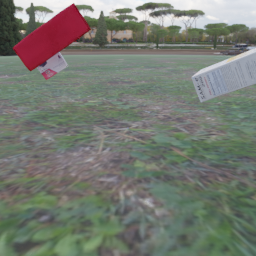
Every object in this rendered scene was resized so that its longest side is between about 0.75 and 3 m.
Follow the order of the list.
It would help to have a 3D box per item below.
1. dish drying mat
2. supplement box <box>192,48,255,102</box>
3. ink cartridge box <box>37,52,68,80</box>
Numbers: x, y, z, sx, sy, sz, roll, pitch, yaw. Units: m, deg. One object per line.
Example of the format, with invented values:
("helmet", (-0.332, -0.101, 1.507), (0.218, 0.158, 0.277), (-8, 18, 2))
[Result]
("dish drying mat", (-2.512, -2.932, 9.181), (2.556, 0.982, 0.233), (-30, 11, 13))
("supplement box", (2.590, -1.323, 6.601), (1.879, 0.691, 1.184), (-18, 10, 31))
("ink cartridge box", (-3.098, -2.704, 10.535), (1.028, 1.420, 0.599), (-35, 28, -5))
